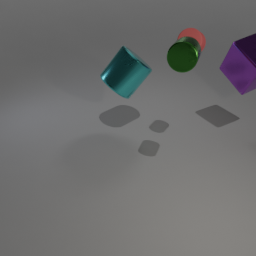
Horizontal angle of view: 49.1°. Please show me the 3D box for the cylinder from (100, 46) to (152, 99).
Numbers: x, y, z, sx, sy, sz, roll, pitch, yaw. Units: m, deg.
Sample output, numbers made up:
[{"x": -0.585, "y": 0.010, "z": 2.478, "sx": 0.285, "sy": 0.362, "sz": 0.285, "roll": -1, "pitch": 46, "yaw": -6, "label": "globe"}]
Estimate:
[{"x": -0.071, "y": -2.042, "z": 10.336, "sx": 1.400, "sy": 1.400, "sz": 1.400, "roll": 37, "pitch": 17, "yaw": -13, "label": "cylinder"}]

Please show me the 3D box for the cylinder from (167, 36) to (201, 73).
[{"x": 1.315, "y": -1.720, "z": 6.524, "sx": 0.700, "sy": 0.700, "sz": 0.700, "roll": 10, "pitch": 29, "yaw": 16, "label": "cylinder"}]

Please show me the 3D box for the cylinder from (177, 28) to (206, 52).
[{"x": 1.826, "y": -2.465, "z": 8.028, "sx": 0.700, "sy": 0.700, "sz": 0.700, "roll": 13, "pitch": 16, "yaw": 20, "label": "cylinder"}]

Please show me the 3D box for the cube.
[{"x": 4.413, "y": -2.300, "z": 9.936, "sx": 1.400, "sy": 1.400, "sz": 1.400, "roll": -24, "pitch": 66, "yaw": -16, "label": "cube"}]
